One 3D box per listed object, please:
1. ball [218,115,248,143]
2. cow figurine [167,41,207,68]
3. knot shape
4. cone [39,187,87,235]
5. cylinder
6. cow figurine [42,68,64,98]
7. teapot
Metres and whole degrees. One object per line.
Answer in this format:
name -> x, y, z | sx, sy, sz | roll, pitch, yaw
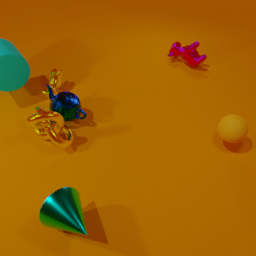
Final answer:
ball -> 2.900, 0.021, 7.745 | 0.787, 0.787, 0.787 | 0, 49, 0
cow figurine -> 2.200, -2.786, 10.675 | 0.690, 1.237, 1.257 | -40, 101, -44
knot shape -> -2.252, -0.088, 7.849 | 1.564, 1.463, 0.723 | 29, 73, 10
cone -> -1.201, 2.001, 6.088 | 1.051, 1.051, 1.055 | -36, 43, -27
cylinder -> -3.954, -2.010, 8.895 | 1.293, 1.293, 1.293 | -27, 49, -21
cow figurine -> -2.504, -1.498, 9.475 | 0.550, 1.002, 0.986 | 10, 24, 5
teapot -> -1.911, -0.741, 8.533 | 1.573, 0.770, 0.978 | 34, 44, 8
